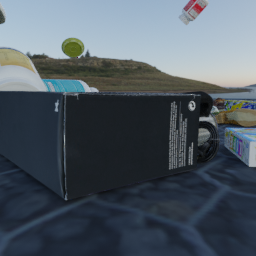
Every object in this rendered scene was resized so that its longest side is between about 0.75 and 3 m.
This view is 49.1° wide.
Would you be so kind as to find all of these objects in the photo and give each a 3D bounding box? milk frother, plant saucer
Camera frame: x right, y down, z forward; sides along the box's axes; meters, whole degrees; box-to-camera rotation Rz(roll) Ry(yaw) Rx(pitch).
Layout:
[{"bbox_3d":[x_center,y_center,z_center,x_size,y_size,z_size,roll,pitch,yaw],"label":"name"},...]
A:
[{"bbox_3d":[1.233,0.114,5.072,1.257,1.207,1.337,-7,53,-39],"label":"milk frother"},{"bbox_3d":[-2.287,-3.305,11.661,0.958,0.958,0.149,-2,48,-12],"label":"plant saucer"}]

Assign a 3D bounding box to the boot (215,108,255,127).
[{"bbox_3d":[3.869,-0.438,9.515,1.693,0.596,1.212,-1,10,41],"label":"boot"}]

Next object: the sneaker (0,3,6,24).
[{"bbox_3d":[-3.291,-3.192,6.222,0.691,0.788,1.966,-2,-27,8],"label":"sneaker"}]

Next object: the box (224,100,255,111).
[{"bbox_3d":[4.893,-0.774,11.648,0.681,0.742,2.118,-2,8,-14],"label":"box"}]

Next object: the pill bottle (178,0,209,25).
[{"bbox_3d":[1.865,-3.409,8.055,0.845,0.474,0.474,-46,-15,25],"label":"pill bottle"}]

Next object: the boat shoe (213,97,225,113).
[{"bbox_3d":[4.786,-1.232,14.906,0.800,0.799,2.219,-1,8,-7],"label":"boat shoe"}]

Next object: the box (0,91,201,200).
[{"bbox_3d":[-0.706,-0.033,4.436,2.088,1.167,2.959,-2,7,-38],"label":"box"}]

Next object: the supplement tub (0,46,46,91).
[{"bbox_3d":[-3.281,-1.084,7.799,1.773,1.773,2.451,-4,33,-28],"label":"supplement tub"}]

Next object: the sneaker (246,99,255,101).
[{"bbox_3d":[5.780,-0.906,12.553,1.265,0.839,2.222,2,2,16],"label":"sneaker"}]

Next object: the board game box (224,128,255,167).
[{"bbox_3d":[3.036,0.305,4.789,2.344,0.401,1.576,1,7,6],"label":"board game box"}]

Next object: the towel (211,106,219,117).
[{"bbox_3d":[2.696,-0.513,10.349,1.299,0.267,1.742,4,-8,23],"label":"towel"}]

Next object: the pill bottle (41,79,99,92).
[{"bbox_3d":[-2.409,-1.019,10.427,2.799,1.550,1.550,-7,10,-42],"label":"pill bottle"}]
